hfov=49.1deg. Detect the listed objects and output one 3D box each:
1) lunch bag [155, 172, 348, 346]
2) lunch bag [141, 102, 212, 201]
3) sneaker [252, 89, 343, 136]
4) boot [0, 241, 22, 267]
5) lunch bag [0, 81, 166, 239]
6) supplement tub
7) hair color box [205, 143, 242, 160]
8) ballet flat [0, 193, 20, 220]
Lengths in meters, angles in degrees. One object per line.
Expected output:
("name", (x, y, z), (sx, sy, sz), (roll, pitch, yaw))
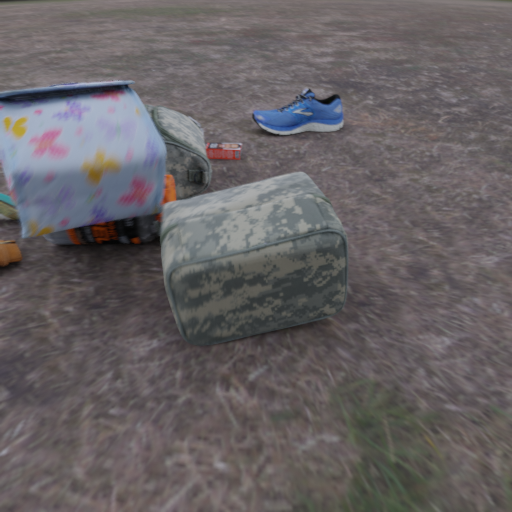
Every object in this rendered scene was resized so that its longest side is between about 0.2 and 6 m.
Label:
("lunch bag", (-0.098, -0.181, 8.846), (2.821, 1.965, 2.366), (-13, 43, -5))
("lunch bag", (-2.249, -2.316, 12.812), (2.303, 1.913, 2.746), (1, 30, -13))
("sneaker", (1.230, -4.347, 16.625), (2.804, 1.250, 1.101), (-8, 33, -12))
("boot", (-5.148, -0.174, 10.494), (1.187, 0.586, 1.529), (-19, 36, -28))
("lunch bag", (-3.109, -1.988, 9.539), (2.451, 1.837, 2.890), (-12, 50, -21))
("supplement tub", (-2.845, -0.975, 10.922), (2.449, 1.500, 1.500), (-2, 32, -1))
("hair color box", (-0.902, -2.813, 15.031), (0.995, 0.305, 0.505), (2, 31, 3))
("ballet flat", (-5.600, -1.122, 11.690), (1.978, 0.699, 0.699), (27, 28, -16))
